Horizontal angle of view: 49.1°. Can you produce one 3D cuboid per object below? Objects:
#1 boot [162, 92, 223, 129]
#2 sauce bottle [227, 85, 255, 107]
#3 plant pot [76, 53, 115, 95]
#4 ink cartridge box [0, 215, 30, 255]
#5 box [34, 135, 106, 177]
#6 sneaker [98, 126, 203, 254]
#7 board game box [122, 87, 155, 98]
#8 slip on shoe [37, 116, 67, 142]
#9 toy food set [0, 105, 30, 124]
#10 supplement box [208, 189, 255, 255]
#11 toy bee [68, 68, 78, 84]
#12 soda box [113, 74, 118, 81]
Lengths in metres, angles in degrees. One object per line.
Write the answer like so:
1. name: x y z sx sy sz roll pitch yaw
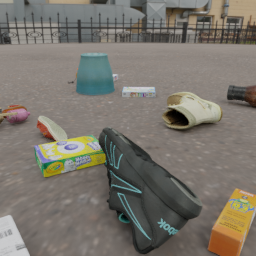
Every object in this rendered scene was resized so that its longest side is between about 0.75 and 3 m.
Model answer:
1. boot: 1.717 -0.598 9.281 1.722 0.803 2.227 -15 28 -35
2. sauce bottle: 5.359 -1.227 10.664 2.980 0.984 0.984 12 24 26
3. plant pot: -1.566 -2.622 13.269 1.871 1.758 1.871 0 21 0
4. ink cartridge box: -1.627 1.807 3.321 0.913 0.526 1.576 -13 25 -31
5. box: -1.259 0.604 6.688 1.714 0.414 1.005 -9 23 -27
6. sneaker: -0.026 0.842 4.765 1.067 1.121 2.829 35 2 -31
7. board game box: 0.499 -1.643 12.803 1.475 0.252 0.992 1 21 3
8. slip on shoe: -2.175 0.120 7.956 1.351 0.413 0.500 35 15 35
9. toy food set: -4.127 -0.436 9.475 1.630 0.404 2.564 -7 13 -11
10. supplement box: 1.683 1.458 4.389 0.433 0.448 1.302 16 23 30
11. toy bee: -2.440 -2.749 14.900 1.575 0.856 1.031 -3 23 -9
12. soda box: -0.902 -2.808 15.810 0.321 0.301 0.944 10 23 24
